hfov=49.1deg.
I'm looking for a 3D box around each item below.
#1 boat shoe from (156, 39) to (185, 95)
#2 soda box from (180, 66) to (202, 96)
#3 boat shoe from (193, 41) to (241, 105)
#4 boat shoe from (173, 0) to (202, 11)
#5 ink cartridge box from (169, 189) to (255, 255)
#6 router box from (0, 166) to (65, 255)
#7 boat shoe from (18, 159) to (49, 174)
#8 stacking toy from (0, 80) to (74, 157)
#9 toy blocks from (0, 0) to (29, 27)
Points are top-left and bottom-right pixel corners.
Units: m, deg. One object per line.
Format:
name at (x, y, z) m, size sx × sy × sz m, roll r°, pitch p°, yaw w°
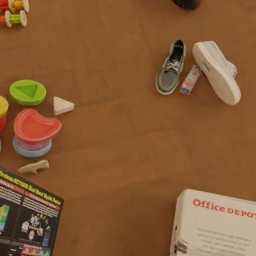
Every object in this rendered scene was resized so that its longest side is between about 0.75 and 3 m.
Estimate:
boat shoe at (1.331, -1.910, 8.569) m, size 0.697 × 0.591 × 1.914 m, roll 19°, pitch 66°, yaw 9°
soda box at (1.909, -1.439, 8.498) m, size 0.294 × 0.316 × 0.925 m, roll 26°, pitch 67°, yaw 12°
boat shoe at (2.810, -1.735, 8.441) m, size 0.804 × 0.845 × 2.347 m, roll -20°, pitch 57°, yaw -8°
boat shoe at (1.831, -5.263, 9.983) m, size 0.943 × 0.966 × 2.554 m, roll -30°, pitch 69°, yaw -16°
ink cartridge box at (1.876, 2.819, 6.049) m, size 1.852 × 1.069 × 2.537 m, roll 11°, pitch 65°, yaw 5°
router box at (-2.067, 1.680, 4.030) m, size 0.843 × 2.714 × 2.034 m, roll -1°, pitch 62°, yaw 17°
boat shoe at (-2.465, 1.069, 7.350) m, size 0.771 × 0.276 × 0.294 m, roll -19°, pitch 78°, yaw -9°
stacking toy at (-2.852, -0.253, 7.888) m, size 2.324 × 0.982 × 2.104 m, roll 29°, pitch 42°, yaw 10°
toy blocks at (-4.236, -3.983, 9.595) m, size 1.455 × 0.528 × 1.213 m, roll -1°, pitch 64°, yaw -1°
